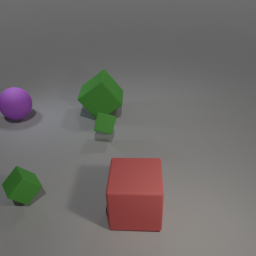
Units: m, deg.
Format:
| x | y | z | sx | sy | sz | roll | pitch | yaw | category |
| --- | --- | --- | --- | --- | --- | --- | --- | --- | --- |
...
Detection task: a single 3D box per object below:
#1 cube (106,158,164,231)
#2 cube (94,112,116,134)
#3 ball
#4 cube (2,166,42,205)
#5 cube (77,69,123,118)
| x | y | z | sx | sy | sz | roll | pitch | yaw | category |
| --- | --- | --- | --- | --- | --- | --- | --- | --- | --- |
| 0.208 | 1.774 | 7.611 | 1.400 | 1.400 | 1.400 | 0 | 32 | 3 | cube |
| -0.902 | -0.167 | 10.782 | 0.700 | 0.700 | 0.700 | 13 | -3 | -7 | cube |
| -4.915 | -1.069 | 12.231 | 1.400 | 1.400 | 1.400 | 0 | 31 | 0 | ball |
| -3.051 | 1.653 | 8.068 | 0.700 | 0.700 | 0.700 | -52 | 44 | -1 | cube |
| -1.182 | -1.466 | 12.438 | 1.400 | 1.400 | 1.400 | -33 | 27 | 20 | cube |
